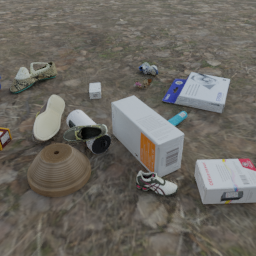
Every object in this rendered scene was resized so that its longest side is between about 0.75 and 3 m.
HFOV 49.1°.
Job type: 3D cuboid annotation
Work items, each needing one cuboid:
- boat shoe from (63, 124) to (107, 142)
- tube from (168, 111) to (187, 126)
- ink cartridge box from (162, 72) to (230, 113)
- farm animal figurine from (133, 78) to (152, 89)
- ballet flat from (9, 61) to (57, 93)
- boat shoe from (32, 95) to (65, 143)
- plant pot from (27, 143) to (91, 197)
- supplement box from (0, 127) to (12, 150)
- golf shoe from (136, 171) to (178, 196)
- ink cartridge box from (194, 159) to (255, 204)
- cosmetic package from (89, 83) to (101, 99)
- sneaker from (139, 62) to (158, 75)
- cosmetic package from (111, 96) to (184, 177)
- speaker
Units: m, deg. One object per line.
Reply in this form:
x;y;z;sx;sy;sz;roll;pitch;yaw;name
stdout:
-1.518;0.175;9.520;1.595;0.570;0.477;-10;3;11;boat shoe
1.961;-0.290;11.732;1.315;0.331;0.509;-31;37;-31;tube
3.403;-1.887;13.757;2.850;0.579;2.845;12;37;17;ink cartridge box
0.731;-2.222;14.409;0.946;0.475;0.764;-16;19;-16;farm animal figurine
-5.005;-2.837;14.669;0.985;1.094;2.905;23;41;33;ballet flat
-3.271;-0.293;11.275;0.960;0.795;2.673;35;34;-24;boat shoe
-2.257;1.147;9.091;2.055;0.949;2.055;0;34;0;plant pot
-4.956;0.382;10.568;0.740;0.498;0.750;7;35;10;supplement box
0.893;1.704;8.618;1.329;0.585;0.513;9;35;10;golf shoe
3.048;1.609;8.587;1.741;0.745;1.285;-2;35;0;ink cartridge box
-1.616;-1.845;13.842;0.573;0.412;1.015;-6;36;-5;cosmetic package
1.141;-3.235;15.834;0.632;0.572;1.484;-28;35;-20;sneaker
0.578;0.210;9.922;1.066;1.517;2.991;-20;38;-24;cosmetic package
-1.513;0.117;10.649;0.851;0.851;2.097;-22;41;-28;speaker
